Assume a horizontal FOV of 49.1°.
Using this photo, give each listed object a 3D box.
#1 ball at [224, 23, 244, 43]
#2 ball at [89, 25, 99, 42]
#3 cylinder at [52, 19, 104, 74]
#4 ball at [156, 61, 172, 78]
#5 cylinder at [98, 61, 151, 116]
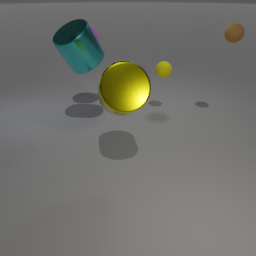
[{"bbox_3d":[3.976,-3.553,10.478,0.700,0.700,0.700,0,28,0],"label":"ball"},{"bbox_3d":[-1.934,-3.673,11.701,1.400,1.400,1.400,0,28,0],"label":"ball"},{"bbox_3d":[-1.773,-2.947,10.194,1.400,1.400,1.400,-14,50,17],"label":"cylinder"},{"bbox_3d":[1.544,-2.527,12.134,0.700,0.700,0.700,0,28,0],"label":"ball"},{"bbox_3d":[-0.159,-1.087,8.109,1.400,1.400,1.400,-4,1,-8],"label":"cylinder"}]
